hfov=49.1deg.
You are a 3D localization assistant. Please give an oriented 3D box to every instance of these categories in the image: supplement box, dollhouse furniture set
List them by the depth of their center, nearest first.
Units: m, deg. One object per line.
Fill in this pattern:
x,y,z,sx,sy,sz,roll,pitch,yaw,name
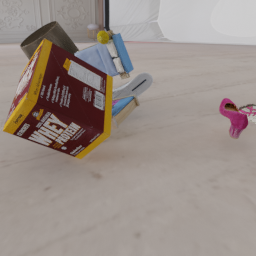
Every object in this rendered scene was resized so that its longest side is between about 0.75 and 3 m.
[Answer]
-1.502,-0.610,6.476,1.912,1.270,1.886,25,46,-29,supplement box
-1.136,-1.278,8.050,2.288,2.424,1.582,-9,23,31,dollhouse furniture set

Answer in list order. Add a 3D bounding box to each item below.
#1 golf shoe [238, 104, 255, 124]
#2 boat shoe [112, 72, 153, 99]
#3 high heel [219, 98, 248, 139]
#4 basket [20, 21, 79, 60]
3.953,-0.417,8.756,1.495,0.688,0.543,-14,-19,8,golf shoe
-0.114,-1.068,9.741,2.315,0.834,0.821,-31,0,3,boat shoe
2.933,-0.522,7.737,0.569,0.810,1.688,12,41,4,high heel
-2.362,-2.230,10.056,2.417,2.681,1.823,18,60,48,basket
